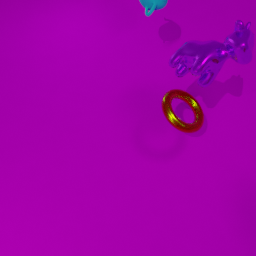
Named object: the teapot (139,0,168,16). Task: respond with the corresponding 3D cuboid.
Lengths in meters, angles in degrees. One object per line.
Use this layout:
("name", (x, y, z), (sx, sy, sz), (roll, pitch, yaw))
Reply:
("teapot", (0.666, -3.835, 8.011), (0.942, 0.742, 1.516), (23, 63, -38))

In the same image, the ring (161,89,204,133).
("ring", (1.405, -0.444, 7.128), (1.270, 0.254, 1.270), (15, 56, -23))

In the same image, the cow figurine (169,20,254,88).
("cow figurine", (1.869, -1.674, 6.139), (1.555, 0.867, 1.580), (-51, 46, -3))
